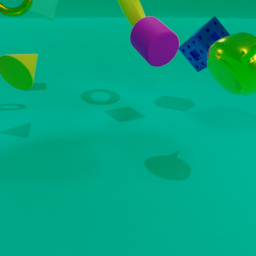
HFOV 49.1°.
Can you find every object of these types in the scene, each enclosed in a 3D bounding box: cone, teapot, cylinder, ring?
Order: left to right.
[{"bbox_3d":[-3.122,-3.573,7.449,1.162,1.162,0.232,-4,16,-9],"label":"ring"},{"bbox_3d":[-2.493,-1.590,6.895,0.951,0.951,0.955,9,45,19],"label":"cone"},{"bbox_3d":[0.048,-3.970,8.775,0.403,2.017,2.017,-23,18,18],"label":"ring"},{"bbox_3d":[0.718,-2.378,7.716,1.021,1.021,1.021,-12,47,-25],"label":"cylinder"},{"bbox_3d":[1.850,-1.080,4.597,0.824,1.047,1.683,-41,-5,-1],"label":"teapot"}]

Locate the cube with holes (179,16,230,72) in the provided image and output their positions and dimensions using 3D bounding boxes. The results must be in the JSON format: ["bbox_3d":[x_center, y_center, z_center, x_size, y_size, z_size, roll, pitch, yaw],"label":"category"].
[{"bbox_3d":[2.509,-2.656,9.013,1.057,1.057,1.057,-44,7,-15],"label":"cube with holes"}]

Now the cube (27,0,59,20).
[{"bbox_3d":[-3.118,-4.546,10.171,0.921,0.921,0.921,13,14,-29],"label":"cube"}]
